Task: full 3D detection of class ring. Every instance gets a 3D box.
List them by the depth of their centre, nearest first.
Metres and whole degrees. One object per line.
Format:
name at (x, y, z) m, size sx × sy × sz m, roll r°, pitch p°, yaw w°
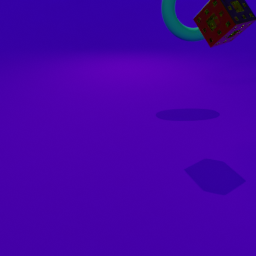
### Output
ring at (2.020, -3.679, 8.533) m, size 2.006 × 2.006 × 0.401 m, roll -1°, pitch 15°, yaw -3°

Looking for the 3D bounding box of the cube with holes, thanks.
cube with holes at (2.022, -2.284, 5.882) m, size 0.753 × 0.753 × 0.753 m, roll -23°, pitch 81°, yaw -31°
